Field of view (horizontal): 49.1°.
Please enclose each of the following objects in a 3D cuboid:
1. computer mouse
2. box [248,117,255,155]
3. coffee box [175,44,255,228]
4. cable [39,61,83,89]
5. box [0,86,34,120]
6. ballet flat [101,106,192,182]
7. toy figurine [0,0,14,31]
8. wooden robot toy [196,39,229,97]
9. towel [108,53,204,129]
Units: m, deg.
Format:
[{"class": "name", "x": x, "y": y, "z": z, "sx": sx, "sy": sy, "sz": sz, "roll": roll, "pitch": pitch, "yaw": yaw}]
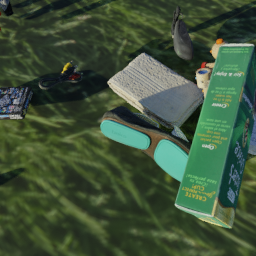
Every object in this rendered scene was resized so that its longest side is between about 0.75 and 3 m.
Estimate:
[{"class": "computer mouse", "x": 1.427, "y": -2.504, "z": 7.843, "sx": 0.399, "sy": 1.049, "sz": 1.514, "roll": -12, "pitch": 63, "yaw": -1}, {"class": "box", "x": 3.265, "y": -0.452, "z": 7.070, "sx": 1.813, "sy": 0.479, "sz": 2.325, "roll": 15, "pitch": 61, "yaw": 9}, {"class": "coffee box", "x": 1.819, "y": 0.236, "z": 5.206, "sx": 0.659, "sy": 1.842, "sz": 2.996, "roll": 10, "pitch": 71, "yaw": 32}, {"class": "cable", "x": -1.692, "y": -1.257, "z": 7.272, "sx": 1.229, "sy": 0.309, "sz": 0.597, "roll": -41, "pitch": 92, "yaw": -24}, {"class": "box", "x": -3.028, "y": -0.644, "z": 7.147, "sx": 0.981, "sy": 0.246, "sz": 0.989, "roll": -3, "pitch": 51, "yaw": 4}, {"class": "ballet flat", "x": 0.704, "y": 0.256, "z": 6.403, "sx": 2.764, "sy": 0.940, "sz": 0.945, "roll": 32, "pitch": 46, "yaw": 9}, {"class": "toy figurine", "x": -4.297, "y": -3.604, "z": 8.170, "sx": 1.515, "sy": 1.054, "sz": 1.492, "roll": 9, "pitch": 54, "yaw": 11}, {"class": "wooden robot toy", "x": 2.194, "y": -1.688, "z": 7.016, "sx": 0.976, "sy": 1.005, "sz": 2.216, "roll": 9, "pitch": 44, "yaw": 34}, {"class": "towel", "x": 0.783, "y": -1.019, "z": 7.445, "sx": 2.284, "sy": 0.394, "sz": 1.513, "roll": 38, "pitch": 65, "yaw": 19}]
